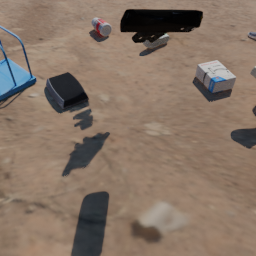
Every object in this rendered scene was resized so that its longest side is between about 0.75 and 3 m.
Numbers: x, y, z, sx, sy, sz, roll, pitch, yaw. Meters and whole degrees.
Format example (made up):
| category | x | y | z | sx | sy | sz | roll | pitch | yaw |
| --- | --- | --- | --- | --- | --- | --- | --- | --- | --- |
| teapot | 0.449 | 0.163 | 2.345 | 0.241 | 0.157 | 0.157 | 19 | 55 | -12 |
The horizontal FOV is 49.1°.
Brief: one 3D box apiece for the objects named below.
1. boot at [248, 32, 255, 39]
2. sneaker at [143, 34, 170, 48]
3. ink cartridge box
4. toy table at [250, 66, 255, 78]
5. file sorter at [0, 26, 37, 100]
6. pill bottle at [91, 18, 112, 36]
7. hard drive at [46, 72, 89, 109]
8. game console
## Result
| category | x | y | z | sx | sy | sz | roll | pitch | yaw |
| --- | --- | --- | --- | --- | --- | --- | --- | --- | --- |
| boot | 5.566 | -3.976 | 11.707 | 0.996 | 0.450 | 0.362 | 22 | 49 | 21 |
| sneaker | 0.957 | -3.672 | 11.370 | 1.329 | 0.489 | 0.784 | -21 | 54 | -33 |
| ink cartridge box | 2.942 | -1.757 | 9.485 | 0.829 | 0.479 | 1.135 | -15 | 47 | -15 |
| toy table | 4.634 | -0.977 | 7.675 | 1.445 | 2.268 | 2.467 | -19 | 45 | -37 |
| file sorter | -4.711 | -1.906 | 8.824 | 1.859 | 1.644 | 2.680 | 33 | 54 | 29 |
| pill bottle | -1.162 | -4.375 | 12.042 | 0.539 | 0.539 | 0.960 | -26 | 51 | -24 |
| hard drive | -2.007 | -1.279 | 9.120 | 1.017 | 0.319 | 1.507 | -23 | 50 | -22 |
| game console | 0.438 | -1.889 | 5.351 | 1.282 | 0.262 | 2.173 | -2 | 9 | -8 |
